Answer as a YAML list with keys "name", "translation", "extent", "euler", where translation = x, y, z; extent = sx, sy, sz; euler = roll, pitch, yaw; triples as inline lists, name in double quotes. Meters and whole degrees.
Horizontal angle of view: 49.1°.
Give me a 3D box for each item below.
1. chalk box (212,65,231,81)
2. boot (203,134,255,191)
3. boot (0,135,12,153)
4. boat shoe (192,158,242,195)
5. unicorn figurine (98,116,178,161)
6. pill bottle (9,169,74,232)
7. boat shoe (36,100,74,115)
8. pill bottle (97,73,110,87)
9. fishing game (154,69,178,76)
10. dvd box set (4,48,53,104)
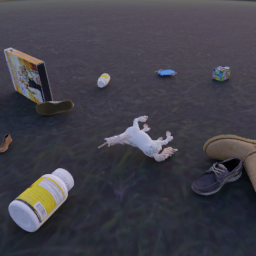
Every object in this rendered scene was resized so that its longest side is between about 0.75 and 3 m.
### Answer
- name: "chalk box"
  translation: [5.059, -2.970, 15.359]
  extent: [0.991, 0.614, 0.618]
  euler: [-22, 40, -30]
- name: "boot"
  translation: [3.646, 1.271, 8.304]
  extent: [2.308, 0.871, 2.635]
  euler: [1, 33, 1]
- name: "boot"
  translation: [-4.411, 0.544, 9.972]
  extent: [0.315, 0.323, 0.856]
  euler: [2, 33, 0]
- name: "boat shoe"
  translation: [2.650, 1.340, 8.324]
  extent: [1.891, 0.693, 0.704]
  euler: [-20, 37, -29]
- name: "unicorn figurine"
  translation: [0.396, 0.372, 9.660]
  extent: [2.431, 0.898, 1.670]
  euler: [23, 44, 28]
- name: "pill bottle"
  translation: [-2.187, 1.811, 7.370]
  extent: [0.920, 0.920, 1.652]
  euler: [16, 34, 24]
- name: "boat shoe"
  translation: [-3.147, -0.900, 12.111]
  extent: [1.584, 0.578, 0.498]
  euler: [-12, 4, -6]
- name: "pill bottle"
  translation: [-1.284, -2.468, 14.635]
  extent: [0.510, 0.510, 0.916]
  euler: [6, 32, 10]
- name: "fishing game"
  translation: [2.194, -3.141, 16.036]
  extent: [1.338, 0.208, 0.958]
  euler: [17, 35, 38]
- name: "dvd box set"
  translation: [-4.566, -2.313, 12.830]
  extent: [2.950, 2.158, 0.434]
  euler: [28, 45, 36]
